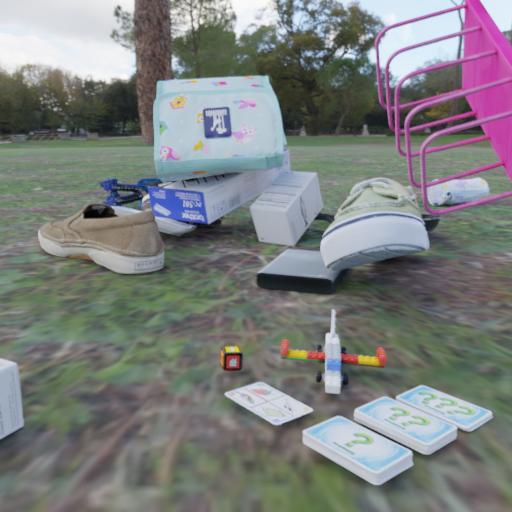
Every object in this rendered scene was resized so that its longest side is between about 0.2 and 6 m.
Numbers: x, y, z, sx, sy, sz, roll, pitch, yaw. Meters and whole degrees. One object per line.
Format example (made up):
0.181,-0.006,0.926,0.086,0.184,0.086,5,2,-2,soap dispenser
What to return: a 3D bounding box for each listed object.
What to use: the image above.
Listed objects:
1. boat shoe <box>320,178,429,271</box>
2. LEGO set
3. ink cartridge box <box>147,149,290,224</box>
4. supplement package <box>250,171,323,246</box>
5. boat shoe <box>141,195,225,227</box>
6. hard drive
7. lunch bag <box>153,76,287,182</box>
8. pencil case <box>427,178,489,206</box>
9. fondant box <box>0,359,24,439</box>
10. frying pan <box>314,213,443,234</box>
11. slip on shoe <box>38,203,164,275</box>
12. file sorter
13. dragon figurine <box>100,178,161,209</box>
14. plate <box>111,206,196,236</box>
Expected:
1.546,-0.459,7.273,1.230,1.059,3.416,-14,-3,20,boat shoe
0.589,0.896,4.235,1.412,0.464,1.890,-7,15,-40,LEGO set
-0.619,-1.447,10.887,1.347,0.634,2.865,10,28,33,ink cartridge box
0.561,-0.858,9.861,0.743,0.740,1.266,9,43,31,supplement package
-1.445,-0.791,11.054,1.647,0.592,0.490,10,50,-10,boat shoe
0.679,0.194,7.541,0.974,0.230,1.396,5,15,18,hard drive
-0.678,-2.215,9.927,2.220,1.589,2.606,-3,32,-3,lunch bag
5.098,-1.623,14.138,1.587,0.660,0.720,-6,-2,-27,pencil case
-2.546,1.059,3.358,1.261,0.509,1.748,7,14,27,fondant box
1.897,-0.581,10.153,2.859,0.465,1.730,-2,7,5,frying pan
-2.454,-0.401,8.632,1.087,0.866,2.860,-12,18,-41,slip on shoe
2.567,-1.937,7.435,1.456,1.614,2.322,-14,53,8,file sorter
-2.298,-1.454,13.155,2.751,0.810,1.368,4,14,20,dragon figurine
-1.801,-0.604,10.012,1.361,0.220,1.364,15,4,-1,plate
